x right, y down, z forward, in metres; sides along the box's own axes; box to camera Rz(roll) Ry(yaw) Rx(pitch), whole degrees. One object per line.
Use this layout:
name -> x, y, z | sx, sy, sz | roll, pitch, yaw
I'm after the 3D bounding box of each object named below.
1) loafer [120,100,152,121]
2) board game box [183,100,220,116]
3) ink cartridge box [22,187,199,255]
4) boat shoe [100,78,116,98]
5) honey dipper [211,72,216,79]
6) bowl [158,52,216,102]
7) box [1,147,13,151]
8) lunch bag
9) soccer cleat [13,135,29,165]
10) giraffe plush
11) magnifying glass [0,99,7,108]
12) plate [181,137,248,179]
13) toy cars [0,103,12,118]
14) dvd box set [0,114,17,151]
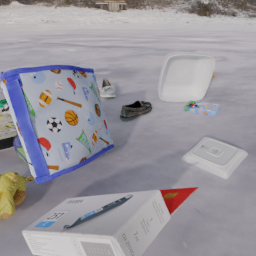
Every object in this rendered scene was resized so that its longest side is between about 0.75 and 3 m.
loafer -> 0.379, -0.796, 10.939 | 0.661, 0.579, 1.841 | 17, 29, 32
board game box -> 3.012, -0.821, 11.427 | 1.248, 0.228, 0.944 | 13, 27, 24
ink cartridge box -> -0.307, 1.400, 4.842 | 2.410, 0.539, 2.124 | -17, 8, 42
boat shoe -> -0.993, -1.890, 13.354 | 0.690, 0.600, 1.872 | -4, 24, -8
honey dipper -> 4.482, -2.824, 15.797 | 0.350, 0.350, 1.842 | 16, 30, 31
bowl -> 2.370, -2.258, 12.005 | 2.252, 2.249, 0.841 | -2, 38, -13
box -> -3.957, 0.607, 8.265 | 1.038, 0.215, 0.201 | -16, 27, -33
lunch bag -> -1.652, -0.185, 6.502 | 1.697, 2.329, 2.740 | -16, 5, 15
soccer cleat -> -1.914, 0.380, 8.313 | 2.799, 0.905, 1.171 | -14, 58, -39
giraffe plush -> -2.558, 1.316, 5.929 | 1.043, 1.209, 0.980 | 13, -5, 12
magnifying glass -> -4.257, -1.048, 11.960 | 2.488, 0.279, 0.990 | 0, 24, 4
plate -> 2.404, 0.717, 7.754 | 1.378, 0.223, 1.375 | 23, 41, 37
toy cars -> -2.742, -0.625, 9.222 | 2.706, 1.213, 0.599 | -7, 65, -20
dvd box set -> -3.869, 0.021, 9.020 | 2.521, 0.371, 1.844 | 17, 23, 39
